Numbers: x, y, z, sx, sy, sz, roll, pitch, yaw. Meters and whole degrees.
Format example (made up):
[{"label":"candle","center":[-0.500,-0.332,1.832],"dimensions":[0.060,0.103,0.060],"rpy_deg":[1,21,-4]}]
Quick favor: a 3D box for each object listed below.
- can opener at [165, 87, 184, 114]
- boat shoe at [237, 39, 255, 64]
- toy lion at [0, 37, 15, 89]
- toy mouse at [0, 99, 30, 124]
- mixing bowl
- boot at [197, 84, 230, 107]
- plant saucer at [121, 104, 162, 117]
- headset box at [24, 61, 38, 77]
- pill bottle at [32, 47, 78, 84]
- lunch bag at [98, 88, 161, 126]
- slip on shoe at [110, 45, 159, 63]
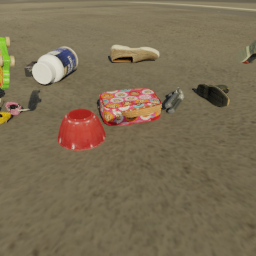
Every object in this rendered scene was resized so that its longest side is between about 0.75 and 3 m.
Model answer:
[{"label":"can opener","center":[1.718,-1.040,10.742],"dimensions":[0.601,0.479,1.796],"rpy_deg":[-21,17,36]},{"label":"boat shoe","center":[2.175,-1.292,4.607],"dimensions":[0.268,0.305,0.857],"rpy_deg":[7,-14,-15]},{"label":"toy lion","center":[-2.771,-1.393,6.209],"dimensions":[0.332,0.926,0.966],"rpy_deg":[-5,58,-32]},{"label":"toy mouse","center":[-4.463,-0.583,9.889],"dimensions":[1.831,0.354,1.627],"rpy_deg":[-14,33,-23]},{"label":"mixing bowl","center":[-1.442,-0.064,8.550],"dimensions":[1.519,0.823,1.519],"rpy_deg":[-1,30,0]},{"label":"boot","center":[3.729,-1.394,11.055],"dimensions":[1.211,0.678,1.750],"rpy_deg":[-7,31,-21]},{"label":"plant saucer","center":[0.324,-0.408,6.731],"dimensions":[0.990,0.160,0.990],"rpy_deg":[-11,7,1]},{"label":"headset box","center":[-4.420,-2.877,13.726],"dimensions":[0.923,0.479,1.240],"rpy_deg":[3,29,5]},{"label":"pill bottle","center":[-3.337,-2.848,12.865],"dimensions":[1.278,1.278,2.302],"rpy_deg":[9,31,15]},{"label":"lunch bag","center":[0.012,-0.864,9.879],"dimensions":[2.057,0.843,1.812],"rpy_deg":[-7,31,-11]},{"label":"slip on shoe","center":[0.365,-3.892,15.233],"dimensions":[2.664,1.013,0.807],"rpy_deg":[6,72,-9]}]
